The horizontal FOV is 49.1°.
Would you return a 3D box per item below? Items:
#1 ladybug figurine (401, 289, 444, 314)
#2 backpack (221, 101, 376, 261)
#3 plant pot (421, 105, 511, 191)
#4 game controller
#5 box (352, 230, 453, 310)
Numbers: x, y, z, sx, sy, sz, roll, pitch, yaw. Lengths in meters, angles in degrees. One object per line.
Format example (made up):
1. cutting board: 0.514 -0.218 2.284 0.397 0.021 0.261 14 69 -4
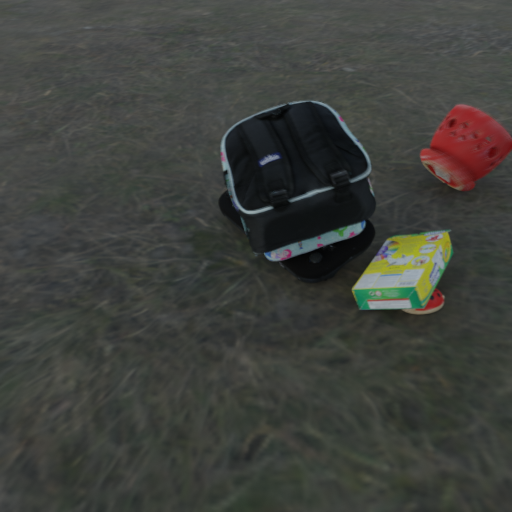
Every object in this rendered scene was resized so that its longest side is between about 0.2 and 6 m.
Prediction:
1. ladybug figurine: 2.507 0.649 8.462 0.727 0.261 0.493 -10 37 -13
2. backpack: 0.589 -1.254 8.778 2.147 1.821 2.418 -19 52 -1
3. plant pot: 4.101 -2.056 11.055 1.273 1.397 1.397 -53 47 5
4. game controller: 0.622 -0.666 9.740 1.575 0.636 3.019 -40 47 -10
5. box: 2.334 0.161 8.696 1.066 0.440 1.817 -5 29 39
